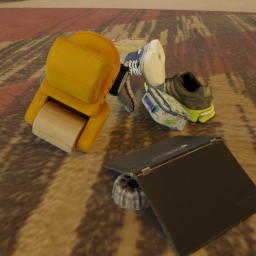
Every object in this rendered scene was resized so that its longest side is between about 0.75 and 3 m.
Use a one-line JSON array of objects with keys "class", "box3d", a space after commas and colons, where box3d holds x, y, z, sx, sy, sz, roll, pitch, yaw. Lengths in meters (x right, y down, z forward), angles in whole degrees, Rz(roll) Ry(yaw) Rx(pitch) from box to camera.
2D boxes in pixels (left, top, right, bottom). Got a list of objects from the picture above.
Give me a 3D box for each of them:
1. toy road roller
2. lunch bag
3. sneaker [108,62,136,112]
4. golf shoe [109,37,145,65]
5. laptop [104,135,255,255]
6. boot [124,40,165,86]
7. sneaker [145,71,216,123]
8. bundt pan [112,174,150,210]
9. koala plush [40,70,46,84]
[{"class": "toy road roller", "box3d": [-1.232, -0.857, 6.418, 1.715, 2.791, 2.037, 27, -1, 3]}, {"class": "lunch bag", "box3d": [1.051, -0.571, 8.062, 1.138, 0.584, 1.416, 19, 26, -28]}, {"class": "sneaker", "box3d": [-0.308, -1.068, 8.257, 0.787, 1.797, 0.669, -31, 46, -13]}, {"class": "golf shoe", "box3d": [-0.428, -2.893, 10.774, 2.434, 1.114, 0.917, -9, 22, -21]}, {"class": "laptop", "box3d": [1.120, 1.181, 6.124, 2.319, 1.435, 2.476, -18, 9, -26]}, {"class": "boot", "box3d": [0.486, -2.020, 9.373, 1.278, 1.030, 2.830, -19, 26, 22]}, {"class": "sneaker", "box3d": [1.609, -1.332, 8.980, 1.090, 1.195, 2.952, -27, 41, -27]}, {"class": "bundt pan", "box3d": [0.126, 1.239, 5.827, 0.947, 0.356, 0.947, 0, 32, 0]}, {"class": "koala plush", "box3d": [-2.630, -1.612, 10.076, 0.849, 0.780, 0.753, -15, 64, -41]}]
